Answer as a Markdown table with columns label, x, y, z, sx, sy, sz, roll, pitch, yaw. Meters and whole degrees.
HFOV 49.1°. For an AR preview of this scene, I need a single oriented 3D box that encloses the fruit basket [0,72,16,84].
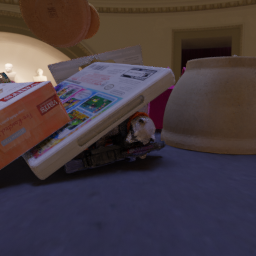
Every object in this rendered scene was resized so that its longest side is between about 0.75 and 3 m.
| label | x | y | z | sx | sy | sz | roll | pitch | yaw |
| --- | --- | --- | --- | --- | --- | --- | --- | --- | --- |
| fruit basket | -3.749 | -0.996 | 9.105 | 0.813 | 1.735 | 1.607 | -46 | 31 | -23 |

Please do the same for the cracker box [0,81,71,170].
| label | x | y | z | sx | sy | sz | roll | pitch | yaw |
| --- | --- | --- | --- | --- | --- | --- | --- | --- | --- |
| cracker box | -1.965 | -0.046 | 3.740 | 2.132 | 0.615 | 1.428 | 8 | 38 | 45 |

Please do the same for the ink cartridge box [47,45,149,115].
| label | x | y | z | sx | sy | sz | roll | pitch | yaw |
| --- | --- | --- | --- | --- | --- | --- | --- | --- | --- |
| ink cartridge box | -0.569 | -0.988 | 6.655 | 1.980 | 0.612 | 2.441 | -12 | -35 | 2 |

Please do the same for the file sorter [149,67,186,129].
| label | x | y | z | sx | sy | sz | roll | pitch | yaw |
| --- | --- | --- | --- | --- | --- | --- | --- | --- | --- |
| file sorter | 1.521 | -0.870 | 7.502 | 1.950 | 1.355 | 1.223 | 0 | 45 | 0 |

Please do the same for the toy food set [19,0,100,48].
| label | x | y | z | sx | sy | sz | roll | pitch | yaw |
| --- | --- | --- | --- | --- | --- | --- | --- | --- | --- |
| toy food set | -1.683 | -2.788 | 6.571 | 1.831 | 1.812 | 0.445 | -12 | 34 | 25 |

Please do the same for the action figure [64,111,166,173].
| label | x | y | z | sx | sy | sz | roll | pitch | yaw |
| --- | --- | --- | --- | --- | --- | --- | --- | --- | --- |
| action figure | -0.354 | 0.080 | 4.069 | 1.672 | 0.904 | 1.728 | -5 | 3 | 43 |

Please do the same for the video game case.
| label | x | y | z | sx | sy | sz | roll | pitch | yaw |
| --- | --- | --- | --- | --- | --- | --- | --- | --- | --- |
| video game case | -0.811 | -0.368 | 4.378 | 2.175 | 0.283 | 2.389 | -37 | 30 | -19 |

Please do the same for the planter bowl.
| label | x | y | z | sx | sy | sz | roll | pitch | yaw |
| --- | --- | --- | --- | --- | --- | --- | --- | --- | --- |
| planter bowl | 1.914 | -0.540 | 5.628 | 2.470 | 1.662 | 2.470 | 0 | 8 | 0 |
